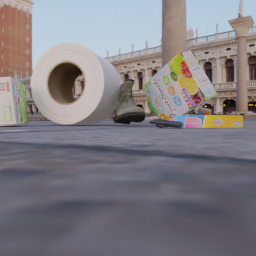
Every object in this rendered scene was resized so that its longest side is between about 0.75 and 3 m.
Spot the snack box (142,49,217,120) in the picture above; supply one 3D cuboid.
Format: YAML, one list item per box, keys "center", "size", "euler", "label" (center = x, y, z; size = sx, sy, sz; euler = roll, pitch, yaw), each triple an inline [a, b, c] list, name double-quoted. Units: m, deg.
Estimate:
- center: [1.565, -1.216, 9.096]
  size: [0.606, 1.626, 2.286]
  euler: [-24, -6, -32]
  label: "snack box"

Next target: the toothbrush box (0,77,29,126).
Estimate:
- center: [-3.904, -0.800, 9.125]
  size: [0.849, 1.436, 1.972]
  euler: [-6, 2, -7]
  label: "toothbrush box"

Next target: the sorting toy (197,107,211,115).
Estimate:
- center: [2.750, -0.388, 9.761]
  size: [0.115, 0.576, 0.779]
  euler: [-27, 34, -37]
  label: "sorting toy"

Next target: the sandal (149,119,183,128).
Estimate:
- center: [0.923, -0.079, 7.094]
  size: [0.369, 0.208, 0.970]
  euler: [-16, 19, -42]
  label: "sandal"

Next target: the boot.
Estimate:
- center: [-0.009, -0.980, 9.654]
  size: [0.813, 1.569, 2.402]
  euler: [6, -4, -15]
  label: "boot"

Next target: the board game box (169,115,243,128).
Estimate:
- center: [2.095, -0.180, 7.787]
  size: [1.662, 0.335, 1.271]
  euler: [0, 2, -7]
  label: "board game box"

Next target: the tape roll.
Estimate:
- center: [-1.874, -1.544, 10.550]
  size: [2.869, 2.869, 1.970]
  euler: [0, 1, 15]
  label: "tape roll"

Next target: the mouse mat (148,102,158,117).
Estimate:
- center: [1.186, -1.039, 11.107]
  size: [0.043, 0.929, 1.154]
  euler: [17, 20, -28]
  label: "mouse mat"
